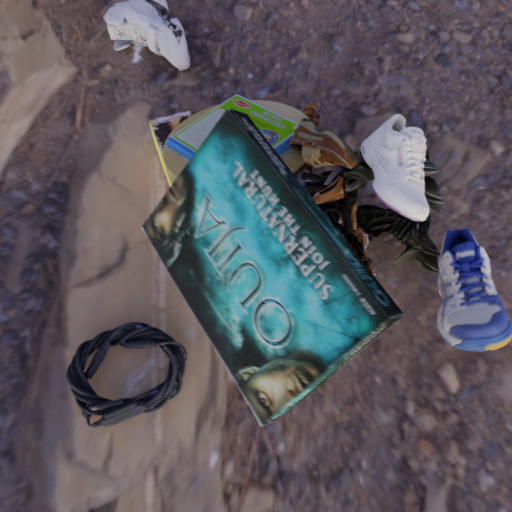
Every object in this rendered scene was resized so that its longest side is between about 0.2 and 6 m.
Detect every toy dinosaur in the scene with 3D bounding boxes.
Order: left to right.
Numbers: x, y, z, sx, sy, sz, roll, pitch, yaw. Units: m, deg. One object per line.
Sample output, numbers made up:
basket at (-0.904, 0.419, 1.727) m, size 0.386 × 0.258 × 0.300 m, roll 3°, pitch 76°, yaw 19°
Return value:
toy dinosaur at (1.307, -0.767, 10.155) m, size 3.670 × 2.762 × 5.407 m, roll -11°, pitch 78°, yaw 11°

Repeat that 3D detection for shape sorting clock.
shape sorting clock at (-0.339, -2.171, 10.875) m, size 2.973 × 0.583 × 2.973 m, roll -7°, pitch 47°, yaw 8°

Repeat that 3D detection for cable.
cable at (-2.226, 1.989, 9.857) m, size 2.057 × 0.522 × 1.678 m, roll -23°, pitch 61°, yaw -8°

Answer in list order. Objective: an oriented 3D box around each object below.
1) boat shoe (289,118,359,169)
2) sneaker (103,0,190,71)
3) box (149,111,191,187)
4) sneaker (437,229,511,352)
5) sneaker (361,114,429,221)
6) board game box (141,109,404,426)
boat shoe at (1.118, -1.802, 9.624) m, size 0.639 × 0.654 × 1.729 m, roll -49°, pitch 35°, yaw 6°
sneaker at (-2.563, -5.093, 13.025) m, size 1.521 × 0.994 × 2.647 m, roll -22°, pitch 61°, yaw -10°
box at (-1.432, -1.782, 11.561) m, size 0.951 × 0.633 × 2.527 m, roll -17°, pitch 66°, yaw -11°
sneaker at (3.332, 0.455, 9.003) m, size 1.030 × 1.206 × 2.737 m, roll -10°, pitch 22°, yaw 12°
sneaker at (2.191, -1.377, 8.448) m, size 0.723 × 0.962 × 1.932 m, roll 13°, pitch 45°, yaw -31°
board game box at (-0.044, 0.142, 8.804) m, size 2.803 × 0.583 × 4.144 m, roll -48°, pitch 64°, yaw 28°
